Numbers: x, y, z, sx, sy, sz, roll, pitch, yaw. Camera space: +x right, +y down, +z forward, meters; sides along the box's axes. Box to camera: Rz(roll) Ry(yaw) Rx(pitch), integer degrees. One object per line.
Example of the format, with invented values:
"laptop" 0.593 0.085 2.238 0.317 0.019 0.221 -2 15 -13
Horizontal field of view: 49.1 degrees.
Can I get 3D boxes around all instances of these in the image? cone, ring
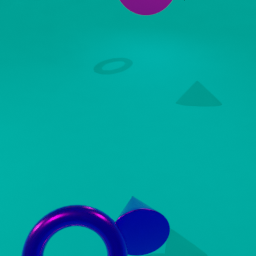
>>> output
"cone" 0.131 1.370 4.500 0.888 0.888 0.891 -5 24 -5
"ring" -0.684 1.693 3.647 1.373 0.275 1.373 0 87 -5
"cone" 0.490 -3.714 6.768 1.429 1.429 1.434 5 44 6
